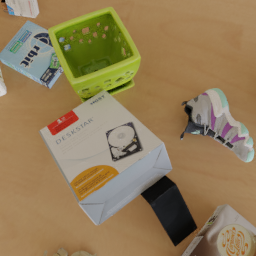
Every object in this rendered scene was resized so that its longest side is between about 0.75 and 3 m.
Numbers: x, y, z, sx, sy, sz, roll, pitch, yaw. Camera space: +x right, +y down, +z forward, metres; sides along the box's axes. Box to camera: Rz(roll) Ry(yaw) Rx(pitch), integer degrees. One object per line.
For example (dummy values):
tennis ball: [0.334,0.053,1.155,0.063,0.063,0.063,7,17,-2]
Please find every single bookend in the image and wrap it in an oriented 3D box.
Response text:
bookend: [0.779,1.852,7.325,0.774,1.670,1.681,-35,30,-12]

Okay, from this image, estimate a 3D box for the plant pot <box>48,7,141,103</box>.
plant pot: [-0.917,-1.942,8.215,2.001,1.825,2.011,-23,71,-7]

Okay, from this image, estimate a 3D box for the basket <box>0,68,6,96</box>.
basket: [-5.108,-1.650,8.255,2.372,1.608,1.463,-16,69,-6]

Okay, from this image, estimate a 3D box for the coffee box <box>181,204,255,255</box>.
coffee box: [2.174,3.179,6.893,1.282,0.894,2.242,41,75,13]

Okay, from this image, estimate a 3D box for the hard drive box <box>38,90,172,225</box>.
hard drive box: [-0.677,0.557,7.098,2.221,1.094,2.849,-35,44,-12]

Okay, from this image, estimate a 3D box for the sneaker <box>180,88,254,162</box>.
sneaker: [2.333,0.117,8.046,1.685,0.936,2.408,-21,62,-6]

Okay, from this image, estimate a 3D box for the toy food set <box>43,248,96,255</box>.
toy food set: [-1.524,3.545,7.155,1.348,0.212,0.857,11,71,-4]

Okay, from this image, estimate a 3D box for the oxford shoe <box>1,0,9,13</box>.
oxford shoe: [-4.124,-4.762,9.969,0.464,0.463,1.300,14,69,6]

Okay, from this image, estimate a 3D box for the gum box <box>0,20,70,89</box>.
gum box: [-2.916,-2.424,9.143,1.929,0.430,1.639,28,73,9]

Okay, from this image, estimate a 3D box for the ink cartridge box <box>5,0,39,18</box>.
ink cartridge box: [-3.634,-4.250,9.613,0.963,0.705,0.414,9,52,2]
